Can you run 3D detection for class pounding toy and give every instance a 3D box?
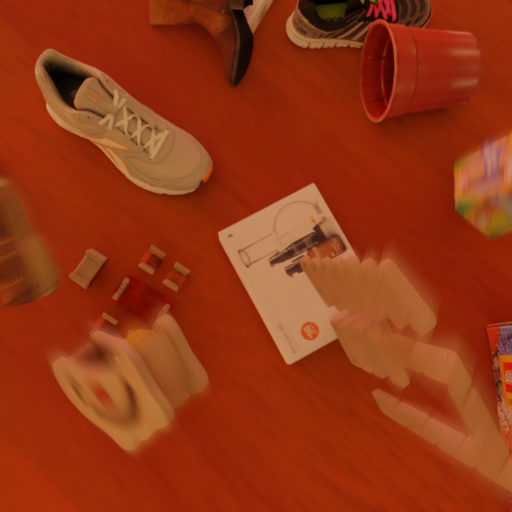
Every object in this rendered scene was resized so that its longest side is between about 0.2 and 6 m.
[{"bbox_3d":[-1.656,1.556,7.970,1.637,2.862,1.642,48,47,2],"label":"pounding toy"}]

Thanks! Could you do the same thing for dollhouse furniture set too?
[{"bbox_3d":[-2.204,0.571,9.400,1.709,0.890,1.727,34,83,-6],"label":"dollhouse furniture set"}]

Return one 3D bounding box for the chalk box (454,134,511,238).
[{"bbox_3d":[4.034,-1.161,8.571,1.031,1.657,1.026,30,54,-27],"label":"chalk box"}]

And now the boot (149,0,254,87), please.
[{"bbox_3d":[-1.080,-4.081,9.970,1.995,1.878,0.683,14,39,19],"label":"boot"}]

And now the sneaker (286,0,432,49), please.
[{"bbox_3d":[1.868,-4.324,9.870,2.645,1.157,0.976,-4,81,-1],"label":"sneaker"}]

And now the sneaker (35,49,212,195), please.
[{"bbox_3d":[-2.296,-2.189,9.335,3.392,1.560,1.284,30,83,4],"label":"sneaker"}]

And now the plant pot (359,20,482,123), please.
[{"bbox_3d":[2.804,-3.150,9.554,1.605,1.650,1.650,-4,81,-8],"label":"plant pot"}]

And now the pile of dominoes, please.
[{"bbox_3d":[1.861,1.110,7.196,0.565,3.550,2.767,-29,96,-11],"label":"pile of dominoes"}]

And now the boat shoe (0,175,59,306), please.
[{"bbox_3d":[-3.373,-0.351,7.215,0.732,0.780,2.166,-28,86,-32],"label":"boat shoe"}]

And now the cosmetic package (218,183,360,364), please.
[{"bbox_3d":[0.740,0.292,9.388,1.855,0.636,2.460,-29,82,-5],"label":"cosmetic package"}]

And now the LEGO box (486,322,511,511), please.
[{"bbox_3d":[6.200,2.564,8.484,4.509,1.740,3.358,-3,81,-1],"label":"LEGO box"}]

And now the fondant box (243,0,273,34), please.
[{"bbox_3d":[-0.562,-5.014,10.306,1.754,0.511,1.266,30,84,3],"label":"fondant box"}]
